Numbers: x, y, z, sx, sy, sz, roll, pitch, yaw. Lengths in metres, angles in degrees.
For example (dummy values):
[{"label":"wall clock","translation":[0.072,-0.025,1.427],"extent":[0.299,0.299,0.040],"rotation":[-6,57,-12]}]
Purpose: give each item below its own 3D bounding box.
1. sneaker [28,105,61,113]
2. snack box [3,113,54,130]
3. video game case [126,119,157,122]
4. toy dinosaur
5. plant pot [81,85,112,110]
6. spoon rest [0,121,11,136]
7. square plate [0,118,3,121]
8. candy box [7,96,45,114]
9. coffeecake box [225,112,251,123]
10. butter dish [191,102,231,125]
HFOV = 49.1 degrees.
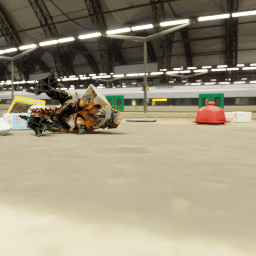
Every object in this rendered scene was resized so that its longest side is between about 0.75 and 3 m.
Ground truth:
[{"label":"sneaker","translation":[-2.886,-0.435,11.408],"extent":[2.204,0.885,0.951],"rotation":[-6,22,-20]},{"label":"snack box","translation":[-2.668,-0.260,9.487],"extent":[2.673,0.496,1.553],"rotation":[-2,4,-33]},{"label":"video game case","translation":[0.680,-0.362,14.063],"extent":[1.340,0.127,0.957],"rotation":[0,4,18]},{"label":"toy dinosaur","translation":[-1.604,-0.298,7.217],"extent":[2.849,1.455,1.933],"rotation":[-19,-21,28]},{"label":"plant pot","translation":[-1.338,-0.927,11.514],"extent":[0.974,1.099,1.100],"rotation":[30,16,-37]},{"label":"spoon rest","translation":[-3.117,-0.003,6.827],"extent":[0.549,0.335,1.104],"rotation":[-1,3,-16]},{"label":"square plate","translation":[-5.616,-0.413,14.182],"extent":[1.509,0.215,1.494],"rotation":[2,4,30]},{"label":"candy box","translation":[-4.552,-0.772,12.313],"extent":[1.185,0.306,2.318],"rotation":[11,-22,-30]},{"label":"coffeecake box","translation":[5.120,-0.524,13.603],"extent":[1.349,0.493,1.035],"rotation":[-2,4,-33]},{"label":"butter dish","translation":[3.386,-0.602,11.444],"extent":[1.257,0.932,1.261],"rotation":[-5,6,-44]}]
